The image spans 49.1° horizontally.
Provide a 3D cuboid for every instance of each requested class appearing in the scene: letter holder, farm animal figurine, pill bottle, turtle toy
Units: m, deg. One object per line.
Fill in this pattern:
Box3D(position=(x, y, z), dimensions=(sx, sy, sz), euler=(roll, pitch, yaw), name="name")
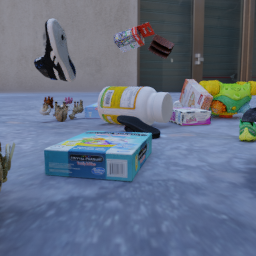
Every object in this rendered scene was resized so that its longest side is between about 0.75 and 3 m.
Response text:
Box3D(position=(1.279, -3.176, 10.966), dimensions=(0.848, 0.427, 0.603), euler=(31, 59, 7), name="letter holder")
Box3D(position=(-2.452, -0.632, 10.538), dimensions=(1.517, 0.791, 1.500), euler=(6, 20, -8), name="farm animal figurine")
Box3D(position=(0.247, -0.715, 9.152), dimensions=(2.265, 1.258, 1.258), euler=(6, 11, 31), name="pill bottle")
Box3D(position=(3.957, -1.188, 11.523), dimensions=(2.092, 1.451, 2.871), euler=(1, 8, -1), name="turtle toy")

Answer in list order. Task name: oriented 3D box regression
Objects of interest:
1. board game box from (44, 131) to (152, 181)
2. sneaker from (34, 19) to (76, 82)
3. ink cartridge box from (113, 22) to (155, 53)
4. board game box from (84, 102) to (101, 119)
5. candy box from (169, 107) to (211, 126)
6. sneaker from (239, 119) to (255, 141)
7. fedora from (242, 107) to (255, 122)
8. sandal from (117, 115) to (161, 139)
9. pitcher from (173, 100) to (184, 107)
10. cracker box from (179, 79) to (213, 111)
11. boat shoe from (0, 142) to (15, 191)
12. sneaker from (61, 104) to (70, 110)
Box3D(position=(-0.382, 0.389, 4.788), dimensions=(1.333, 0.414, 1.766), euler=(2, 9, 13), name="board game box")
Box3D(position=(-2.323, -2.152, 8.152), dimensions=(1.122, 2.006, 0.733), euler=(3, 49, 12), name="sneaker")
Box3D(position=(0.294, -3.946, 12.279), dimensions=(1.653, 0.416, 0.901), euler=(-13, -23, 21), name="ink cartridge box")
Box3D(position=(-0.452, -0.825, 12.173), dimensions=(2.200, 0.532, 2.908), euler=(1, 9, 7), name="board game box")
Box3D(position=(2.040, -0.432, 9.832), dimensions=(1.073, 0.480, 1.574), euler=(-2, 9, -14), name="candy box")
Box3D(position=(3.027, -0.013, 6.957), dimensions=(0.479, 0.541, 1.294), euler=(3, 9, 24), name="sneaker")
Box3D(position=(2.804, 0.201, 4.002), dimensions=(2.206, 1.007, 2.206), euler=(-2, 8, 0), name="fedora")
Box3D(position=(0.198, 0.022, 7.546), dimensions=(0.620, 0.395, 1.650), euler=(-5, 23, -33), name="sandal")
Box3D(position=(2.175, -0.828, 12.147), dimensions=(0.928, 0.656, 1.082), euler=(-6, -5, 26), name="pitcher")
Box3D(position=(2.602, -1.127, 10.899), dimensions=(0.431, 1.002, 1.496), euler=(-2, 35, -21), name="cracker box")
Box3D(position=(-1.398, 0.606, 2.417), dimensions=(0.726, 0.849, 2.315), euler=(3, 18, -11), name="boat shoe")
Box3D(position=(-3.328, -1.122, 14.546), dimensions=(0.810, 0.402, 0.316), euler=(5, 10, 28), name="sneaker")
